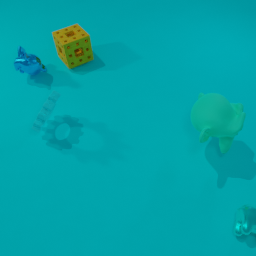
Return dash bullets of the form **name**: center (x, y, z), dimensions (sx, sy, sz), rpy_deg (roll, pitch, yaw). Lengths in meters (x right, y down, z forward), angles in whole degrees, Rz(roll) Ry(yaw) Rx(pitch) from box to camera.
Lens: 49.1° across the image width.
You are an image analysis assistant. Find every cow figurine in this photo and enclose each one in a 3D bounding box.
- **cow figurine**: center (2.759, 1.756, 5.650), dimensions (1.178, 0.646, 1.159), rpy_deg (23, 62, 0)

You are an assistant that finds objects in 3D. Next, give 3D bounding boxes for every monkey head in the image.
- **monkey head**: center (-2.857, -1.967, 8.090), dimensions (0.718, 1.192, 0.858), rpy_deg (-6, 82, 10)
- **monkey head**: center (1.878, -0.085, 6.117), dimensions (1.072, 1.279, 1.778), rpy_deg (9, 35, 7)

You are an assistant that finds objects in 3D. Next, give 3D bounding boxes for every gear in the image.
- **gear**: center (-1.990, -0.401, 6.850), dimensions (0.201, 1.087, 1.087), rpy_deg (29, 55, -12)

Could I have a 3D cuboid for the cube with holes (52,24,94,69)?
- **cube with holes**: center (-1.671, -2.496, 8.554), dimensions (0.847, 0.847, 0.847), rpy_deg (-27, 53, -19)
